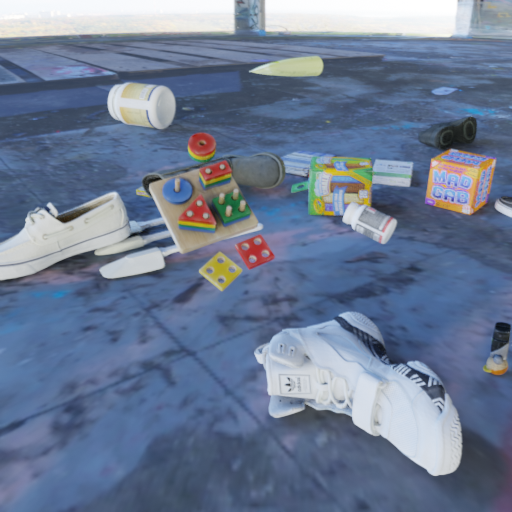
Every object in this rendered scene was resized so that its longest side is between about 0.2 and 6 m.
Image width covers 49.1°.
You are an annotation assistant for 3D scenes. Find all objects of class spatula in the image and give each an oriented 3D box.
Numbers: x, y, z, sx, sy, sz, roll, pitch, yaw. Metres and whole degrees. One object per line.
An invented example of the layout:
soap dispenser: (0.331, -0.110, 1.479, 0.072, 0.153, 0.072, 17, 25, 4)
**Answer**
spatula: (-1.444, -0.361, 9.852, 2.884, 0.232, 2.005, -15, 25, -22)

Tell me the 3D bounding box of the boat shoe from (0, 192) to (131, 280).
boat shoe: (-3.332, -0.409, 9.065, 2.589, 0.904, 0.918, -20, 30, -23)

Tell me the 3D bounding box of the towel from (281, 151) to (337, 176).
towel: (1.132, -2.277, 13.667, 1.184, 0.192, 1.613, 15, 29, 32)

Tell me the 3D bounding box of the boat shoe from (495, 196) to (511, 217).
boat shoe: (5.430, -0.941, 10.607, 0.599, 0.568, 1.713, -23, 35, -37)

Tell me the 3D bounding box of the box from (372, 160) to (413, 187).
box: (3.133, -1.923, 12.938, 0.893, 0.225, 1.238, 8, 27, 15)

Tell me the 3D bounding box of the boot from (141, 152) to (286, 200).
boot: (-0.859, -1.630, 11.586, 2.126, 0.848, 2.338, 6, 15, 43)

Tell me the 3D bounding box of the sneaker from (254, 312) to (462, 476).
sneaker: (0.894, 1.406, 5.690, 1.393, 0.910, 2.423, -8, 23, -15)

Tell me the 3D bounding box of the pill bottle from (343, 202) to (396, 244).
pill bottle: (1.762, -0.529, 8.729, 0.745, 0.432, 0.432, 29, 37, 20)

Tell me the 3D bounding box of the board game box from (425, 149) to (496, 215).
board game box: (4.113, -1.509, 11.292, 0.954, 0.955, 0.955, 21, 34, 35)

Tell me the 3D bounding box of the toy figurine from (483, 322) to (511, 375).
toy figurine: (3.237, 1.196, 6.343, 1.037, 0.721, 1.021, -12, 24, -18)

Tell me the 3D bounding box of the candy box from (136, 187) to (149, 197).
candy box: (-2.106, -1.508, 12.199, 0.526, 0.136, 1.029, 11, 29, 20)

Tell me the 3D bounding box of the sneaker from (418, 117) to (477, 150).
sneaker: (5.275, -3.422, 15.363, 2.007, 0.762, 0.911, -15, 23, -32)

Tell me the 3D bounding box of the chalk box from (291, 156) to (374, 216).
chalk box: (1.481, -1.395, 11.072, 1.549, 0.960, 0.967, 3, 26, 5)

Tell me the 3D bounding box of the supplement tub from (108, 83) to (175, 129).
supplement tub: (-3.462, -4.561, 16.948, 1.739, 1.255, 1.255, 13, 30, 23)

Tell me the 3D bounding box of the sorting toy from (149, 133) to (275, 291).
sorting toy: (-0.682, -0.707, 7.660, 1.170, 0.410, 2.427, -20, 65, -19)

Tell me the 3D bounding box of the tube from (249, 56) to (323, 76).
tube: (0.568, -3.308, 9.817, 1.343, 0.390, 0.349, -16, 63, -31)
